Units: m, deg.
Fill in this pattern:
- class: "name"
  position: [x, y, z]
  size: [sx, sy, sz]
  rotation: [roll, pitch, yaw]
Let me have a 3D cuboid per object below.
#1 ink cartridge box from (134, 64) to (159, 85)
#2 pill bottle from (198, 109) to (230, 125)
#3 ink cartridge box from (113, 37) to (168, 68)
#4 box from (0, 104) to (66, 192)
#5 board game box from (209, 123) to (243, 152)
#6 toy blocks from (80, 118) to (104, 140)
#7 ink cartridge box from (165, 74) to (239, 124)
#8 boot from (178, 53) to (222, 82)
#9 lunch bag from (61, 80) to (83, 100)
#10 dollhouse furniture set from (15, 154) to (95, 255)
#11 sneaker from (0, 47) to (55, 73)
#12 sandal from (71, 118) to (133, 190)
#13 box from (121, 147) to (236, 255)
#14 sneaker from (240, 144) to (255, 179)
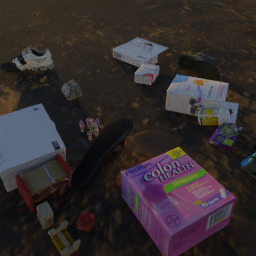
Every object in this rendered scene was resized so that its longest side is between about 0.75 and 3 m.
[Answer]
- class: "ink cartridge box"
  position: [0.931, -2.622, 13.624]
  size: [0.875, 0.502, 1.205]
  rotation: [14, 40, 18]
- class: "pill bottle"
  position: [3.237, -0.402, 10.539]
  size: [1.086, 0.610, 0.610]
  rotation: [1, 35, 28]
- class: "ink cartridge box"
  position: [0.699, -4.191, 15.565]
  size: [2.366, 0.529, 2.085]
  rotation: [30, 50, 32]
- class: "box"
  position: [-3.156, 0.551, 8.604]
  size: [1.937, 1.266, 1.927]
  rotation: [-21, 60, -25]
- class: "board game box"
  position: [3.588, 0.267, 10.227]
  size: [0.835, 0.225, 1.392]
  rotation: [26, 45, 23]
- class: "toy blocks"
  position: [-1.278, -0.129, 10.305]
  size: [0.836, 0.704, 0.781]
  rotation: [-24, 44, -28]
- class: "ink cartridge box"
  position: [3.129, -1.241, 11.515]
  size: [2.814, 0.955, 1.620]
  rotation: [14, 40, 17]
- class: "boot"
  position: [4.020, -3.204, 14.136]
  size: [1.764, 0.914, 2.700]
  rotation: [-19, 43, -31]
- class: "lunch bag"
  position: [-2.499, -1.636, 12.346]
  size: [0.734, 0.610, 0.875]
  rotation: [-32, 46, -12]
- class: "dollhouse furniture set"
  position: [-1.820, 2.077, 7.510]
  size: [1.347, 1.018, 2.503]
  rotation: [-27, 63, -31]
- class: "sneaker"
  position: [-5.206, -3.543, 14.302]
  size: [2.652, 1.174, 0.982]
  rotation: [-10, 41, -10]
- class: "sandal"
  position: [-0.744, 0.789, 8.743]
  size: [0.999, 0.636, 2.657]
  rotation: [26, 74, 45]
- class: "box"
  position: [1.223, 1.847, 7.407]
  size: [1.991, 1.094, 2.264]
  rotation: [-20, 40, -22]
- class: "sneaker"
  position: [4.504, 0.962, 8.985]
  size: [2.574, 0.942, 1.054]
  rotation: [-32, 77, -39]
